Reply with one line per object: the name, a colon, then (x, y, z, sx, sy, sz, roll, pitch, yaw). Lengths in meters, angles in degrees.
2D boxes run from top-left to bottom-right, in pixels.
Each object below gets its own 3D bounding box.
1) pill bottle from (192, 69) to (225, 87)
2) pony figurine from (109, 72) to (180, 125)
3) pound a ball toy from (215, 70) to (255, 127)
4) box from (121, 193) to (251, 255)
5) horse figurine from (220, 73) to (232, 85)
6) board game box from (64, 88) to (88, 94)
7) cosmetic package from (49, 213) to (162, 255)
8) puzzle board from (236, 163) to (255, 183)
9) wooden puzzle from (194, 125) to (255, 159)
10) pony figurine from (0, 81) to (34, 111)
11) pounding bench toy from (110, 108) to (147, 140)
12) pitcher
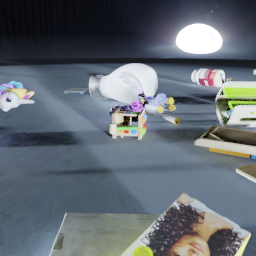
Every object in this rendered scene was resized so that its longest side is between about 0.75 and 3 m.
pill bottle: (4.913, -3.118, 17.288, 1.034, 1.034, 1.831, -15, 23, -41)
pony figurine: (0.526, -0.791, 9.451, 2.051, 1.708, 1.979, 13, -11, 44)
pound a ball toy: (4.404, -0.914, 9.179, 2.986, 1.268, 1.947, 0, 50, -7)
box: (0.170, 1.476, 2.346, 0.802, 0.534, 2.132, 27, 43, 33)
horse figurine: (4.117, -1.239, 10.819, 0.520, 2.083, 1.380, -27, -32, 13)
board game box: (-2.810, -2.010, 15.236, 1.061, 0.137, 1.061, 1, 18, 6)
cosmetic package: (-0.102, 1.520, 3.362, 1.565, 0.404, 1.180, 1, 20, 2)
puzzle board: (3.864, 1.001, 5.377, 2.754, 0.240, 2.075, -7, 17, -24)
wooden puzzle: (2.966, 0.377, 7.163, 2.030, 0.409, 2.194, 9, 13, 29)
pony figurine: (-3.719, -0.418, 6.531, 2.375, 2.048, 2.460, 23, 53, 27)
pounding bench toy: (0.035, -0.063, 7.937, 0.920, 0.733, 1.179, 3, 18, 9)
pitcher: (0.042, -1.949, 12.814, 2.849, 1.727, 2.444, -1, 4, 36)
